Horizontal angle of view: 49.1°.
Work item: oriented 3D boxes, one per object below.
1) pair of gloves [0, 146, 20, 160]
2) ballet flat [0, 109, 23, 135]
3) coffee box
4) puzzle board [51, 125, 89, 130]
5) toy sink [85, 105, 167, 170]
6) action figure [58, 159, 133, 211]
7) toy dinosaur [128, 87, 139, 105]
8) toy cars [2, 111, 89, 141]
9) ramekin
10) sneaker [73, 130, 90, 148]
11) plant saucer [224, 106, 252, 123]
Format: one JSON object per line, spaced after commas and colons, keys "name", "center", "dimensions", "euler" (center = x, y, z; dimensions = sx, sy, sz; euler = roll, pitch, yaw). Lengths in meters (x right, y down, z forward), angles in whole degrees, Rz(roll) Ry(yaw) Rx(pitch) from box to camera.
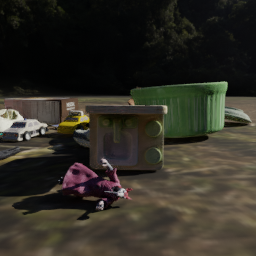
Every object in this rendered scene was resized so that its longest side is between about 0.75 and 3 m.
{"name": "pair of gloves", "center": [-2.909, 0.484, 5.501], "dimensions": [1.345, 0.166, 1.198], "euler": [3, 9, 18]}
{"name": "ballet flat", "center": [-3.782, -0.258, 8.863], "dimensions": [0.737, 0.737, 2.124], "euler": [0, 8, 1]}
{"name": "coffee box", "center": [-3.294, -0.678, 10.816], "dimensions": [2.418, 0.965, 1.367], "euler": [2, 8, 15]}
{"name": "puzzle board", "center": [-1.664, -0.033, 9.320], "dimensions": [1.466, 0.128, 1.105], "euler": [5, 11, 37]}
{"name": "toy sink", "center": [-0.021, 0.138, 4.858], "dimensions": [1.208, 1.039, 1.854], "euler": [0, 3, -1]}
{"name": "action figure", "center": [-0.356, 0.737, 3.320], "dimensions": [0.864, 0.579, 0.644], "euler": [14, -32, 13]}
{"name": "toy dinosaur", "center": [1.099, -0.894, 11.773], "dimensions": [2.981, 1.280, 2.021], "euler": [5, 2, 0]}
{"name": "toy cars", "center": [-2.130, -0.124, 7.856], "dimensions": [2.679, 0.593, 1.201], "euler": [-8, 12, -28]}
{"name": "ramekin", "center": [1.443, -0.536, 7.957], "dimensions": [2.670, 1.304, 2.670], "euler": [-4, 6, 0]}
{"name": "sneaker", "center": [-0.361, 0.047, 6.296], "dimensions": [1.838, 0.793, 0.713], "euler": [2, 8, 15]}
{"name": "plant saucer", "center": [3.862, -0.538, 10.539], "dimensions": [1.563, 0.392, 1.563], "euler": [14, 2, -1]}
